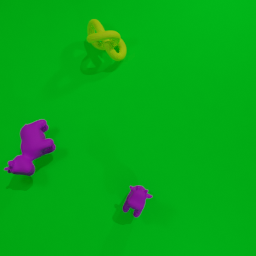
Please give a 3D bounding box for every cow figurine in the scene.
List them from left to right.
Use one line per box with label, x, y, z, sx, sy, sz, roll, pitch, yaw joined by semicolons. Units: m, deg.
cow figurine;-2.513;0.517;7.045;1.298;0.724;1.319;-20;72;-14
cow figurine;0.242;1.681;6.860;0.583;1.063;1.046;24;117;5

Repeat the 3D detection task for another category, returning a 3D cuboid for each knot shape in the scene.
knot shape;-0.569;-2.464;8.035;1.312;1.402;0.648;29;100;-32
